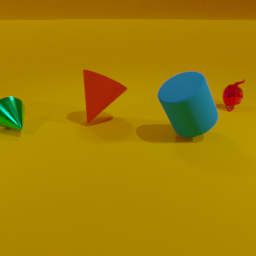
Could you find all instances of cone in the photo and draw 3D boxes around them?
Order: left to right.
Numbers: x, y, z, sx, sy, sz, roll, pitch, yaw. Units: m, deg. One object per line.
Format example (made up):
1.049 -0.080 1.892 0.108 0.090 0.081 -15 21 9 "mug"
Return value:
-3.067 -0.207 7.607 0.968 0.968 0.971 -19 43 -37 "cone"
-0.912 -0.762 8.113 1.382 1.387 1.382 22 0 0 "cone"

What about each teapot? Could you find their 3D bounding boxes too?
3.588 -1.123 9.430 0.595 1.215 0.756 15 -11 45 "teapot"

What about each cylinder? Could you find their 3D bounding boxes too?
1.542 -0.602 7.170 1.224 1.224 1.224 -21 37 17 "cylinder"
